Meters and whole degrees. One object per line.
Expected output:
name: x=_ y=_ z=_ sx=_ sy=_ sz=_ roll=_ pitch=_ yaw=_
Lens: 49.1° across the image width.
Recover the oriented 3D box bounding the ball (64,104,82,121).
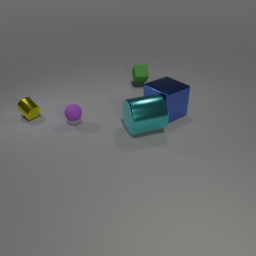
ball: x=-2.202 y=-0.617 z=11.270 sx=0.700 sy=0.700 sz=0.700 roll=0 pitch=32 yaw=0

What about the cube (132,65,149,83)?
cube: x=0.638 y=-2.822 z=14.570 sx=0.700 sy=0.700 sz=0.700 roll=-4 pitch=75 yaw=-10

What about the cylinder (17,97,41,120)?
cylinder: x=-4.167 y=-0.823 z=11.794 sx=0.700 sy=0.700 sz=0.700 roll=43 pitch=46 yaw=15

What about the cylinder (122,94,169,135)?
cylinder: x=0.645 y=-0.528 z=10.811 sx=1.400 sy=1.400 sz=1.400 roll=-12 pitch=33 yaw=-15

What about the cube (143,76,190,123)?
cube: x=1.613 y=-1.210 z=11.967 sx=1.400 sy=1.400 sz=1.400 roll=-23 pitch=38 yaw=-32
